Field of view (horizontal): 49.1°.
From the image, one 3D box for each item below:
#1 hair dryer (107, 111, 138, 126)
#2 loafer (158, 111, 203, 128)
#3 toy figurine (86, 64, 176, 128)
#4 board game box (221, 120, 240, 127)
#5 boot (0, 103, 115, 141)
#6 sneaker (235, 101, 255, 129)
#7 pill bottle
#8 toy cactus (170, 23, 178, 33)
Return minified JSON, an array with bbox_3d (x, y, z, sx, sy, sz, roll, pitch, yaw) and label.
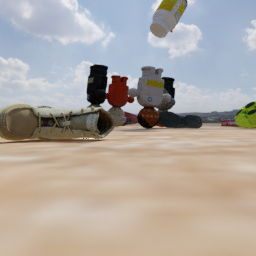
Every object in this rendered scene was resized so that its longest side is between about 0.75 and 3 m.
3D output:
[{"bbox_3d":[-0.316,-0.308,12.864,2.128,0.759,2.794,19,16,28],"label":"hair dryer"},{"bbox_3d":[1.269,-0.140,7.074,1.209,0.434,0.380,8,-16,24],"label":"loafer"},{"bbox_3d":[0.098,-0.718,7.690,2.306,1.630,2.342,6,1,18],"label":"toy figurine"},{"bbox_3d":[4.596,-0.156,9.193,2.608,0.254,1.342,0,0,-5],"label":"board game box"},{"bbox_3d":[-0.565,-0.045,2.343,0.673,0.314,0.870,1,0,25],"label":"boot"},{"bbox_3d":[3.540,-0.240,6.484,2.020,0.748,0.844,-9,-39,33],"label":"sneaker"},{"bbox_3d":[1.106,-3.136,7.771,0.706,1.268,0.706,26,-21,11],"label":"pill bottle"},{"bbox_3d":[1.587,-4.219,11.661,1.158,0.592,0.956,-17,15,-1],"label":"toy cactus"}]
